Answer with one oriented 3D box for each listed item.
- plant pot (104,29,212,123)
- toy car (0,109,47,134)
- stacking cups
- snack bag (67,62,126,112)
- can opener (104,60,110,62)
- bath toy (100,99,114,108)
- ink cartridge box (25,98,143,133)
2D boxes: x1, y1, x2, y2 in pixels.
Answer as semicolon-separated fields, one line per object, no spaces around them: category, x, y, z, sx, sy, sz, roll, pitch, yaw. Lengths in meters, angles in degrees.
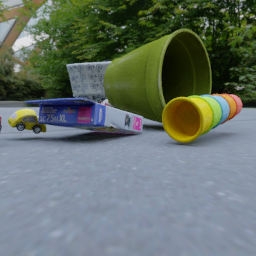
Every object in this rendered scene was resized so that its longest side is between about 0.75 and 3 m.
plant pot;0.769;-1.464;9.158;2.794;2.902;2.902;3;6;42
toy car;-2.904;-0.375;5.848;1.908;0.452;2.028;24;11;18
stacking cups;1.934;-0.396;6.323;0.887;0.887;2.933;4;13;40
snack bag;-1.079;-1.359;11.143;2.432;2.579;0.276;1;28;16
can opener;-1.221;-2.376;11.397;1.262;0.400;0.496;-21;34;20
bath toy;-1.004;-0.568;9.979;0.697;0.820;1.885;-46;2;24
ink cartridge box;-0.873;-0.217;6.450;1.536;0.540;2.574;2;-7;28
